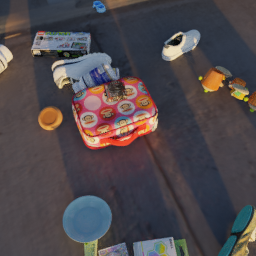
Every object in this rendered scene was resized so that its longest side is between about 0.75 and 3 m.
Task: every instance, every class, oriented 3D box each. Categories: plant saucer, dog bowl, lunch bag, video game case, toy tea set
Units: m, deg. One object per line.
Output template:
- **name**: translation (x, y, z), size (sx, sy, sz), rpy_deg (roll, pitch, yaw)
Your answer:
- **plant saucer**: translation (-1.254, 2.849, 8.714), size (1.503, 0.289, 1.503), rpy_deg (0, 49, 0)
- **dog bowl**: translation (-1.586, -6.689, 15.406), size (0.502, 0.223, 0.900), rpy_deg (-28, 60, -18)
- **lunch bag**: translation (-0.431, -0.484, 10.493), size (2.978, 1.220, 2.623), rpy_deg (-17, 57, -11)
- **video game case**: translation (-0.322, 4.014, 8.072), size (0.831, 0.105, 1.161), rpy_deg (-14, 57, -9)
- **plant saucer**: translation (-3.035, -0.406, 10.866), size (0.952, 0.178, 0.952), rpy_deg (-1, 78, 5)
- **toy tea set**: translation (4.238, -1.524, 11.606), size (1.628, 1.013, 2.738), rpy_deg (-11, 47, -44)

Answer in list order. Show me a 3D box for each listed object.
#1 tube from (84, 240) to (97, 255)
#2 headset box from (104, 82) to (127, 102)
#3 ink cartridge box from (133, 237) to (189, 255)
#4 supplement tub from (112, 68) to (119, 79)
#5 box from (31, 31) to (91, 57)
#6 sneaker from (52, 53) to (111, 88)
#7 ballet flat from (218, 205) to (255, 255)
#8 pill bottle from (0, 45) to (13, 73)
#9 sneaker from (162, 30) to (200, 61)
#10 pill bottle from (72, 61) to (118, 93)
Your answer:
- **tube**: translation (-1.098, 3.714, 8.181), size (0.346, 0.310, 1.194), rpy_deg (23, 42, -31)
- **headset box**: translation (-0.478, -1.302, 10.222), size (0.809, 0.312, 0.602), rpy_deg (-10, 63, -9)
- **ink cartridge box**: translation (0.993, 3.675, 8.079), size (1.602, 0.475, 0.832), rpy_deg (-6, 56, -4)
- **supplement tub**: translation (-0.827, -2.233, 12.067), size (0.881, 0.640, 0.640), rpy_deg (-4, 55, -4)
- **box**: translation (-3.146, -4.032, 13.419), size (2.607, 0.453, 1.435), rpy_deg (1, 55, 1)
- **sneaker**: translation (-1.921, -2.466, 12.162), size (2.611, 0.997, 1.051), rpy_deg (-17, 67, -6)
- **ballet flat**: translation (3.364, 3.293, 8.286), size (0.751, 0.751, 2.126), rpy_deg (31, 60, 20)
- **pill bottle**: translation (-5.991, -2.773, 12.189), size (1.048, 1.048, 1.887), rpy_deg (26, 59, 17)
- **sneaker**: translation (2.594, -4.087, 13.199), size (0.907, 0.879, 2.483), rpy_deg (38, 63, 23)
- **pill bottle**: translation (-1.330, -1.853, 11.323), size (1.693, 0.980, 0.980), rpy_deg (-30, 57, 9)
